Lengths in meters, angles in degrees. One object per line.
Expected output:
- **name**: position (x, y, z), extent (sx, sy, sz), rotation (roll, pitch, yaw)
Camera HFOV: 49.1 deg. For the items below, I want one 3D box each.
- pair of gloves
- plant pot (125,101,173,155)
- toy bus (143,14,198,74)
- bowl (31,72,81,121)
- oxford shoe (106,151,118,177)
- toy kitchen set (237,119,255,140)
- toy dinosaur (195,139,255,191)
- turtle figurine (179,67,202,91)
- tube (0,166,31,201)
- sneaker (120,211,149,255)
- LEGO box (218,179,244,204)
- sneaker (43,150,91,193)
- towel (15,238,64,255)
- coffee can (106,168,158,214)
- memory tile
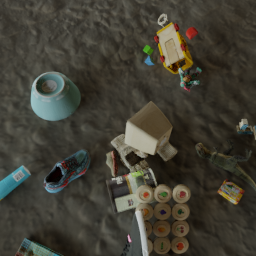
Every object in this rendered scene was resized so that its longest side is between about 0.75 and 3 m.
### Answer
- **pair of gloves**: position (0.649, 0.721, 11.166), extent (2.186, 0.383, 1.859), rotation (-25, 64, -13)
- **plant pot**: position (0.818, 0.126, 10.230), extent (1.222, 1.380, 1.378), rotation (37, 59, 21)
- **toy bus**: position (2.128, -3.721, 12.916), extent (2.283, 1.250, 2.419), rotation (30, 95, 39)
- **bowl**: position (-3.167, -1.523, 11.892), extent (2.175, 1.138, 2.175), rotation (1, 63, -1)
- **oxford shoe**: position (-0.629, 1.423, 10.899), extent (0.380, 0.365, 1.030), rotation (-16, 59, 15)
- **toy kitchen set**: position (4.995, 0.060, 11.283), extent (0.982, 0.787, 0.578), rotation (0, 62, 0)
- **toy dinosaur**: position (4.002, 1.192, 10.814), extent (2.799, 0.664, 1.233), rotation (33, 82, 15)
- **turtle figurine**: position (2.673, -2.256, 12.488), extent (1.106, 0.743, 1.477), rotation (36, 53, 2)
- **tube**: position (-4.547, 2.173, 10.445), extent (1.871, 0.472, 0.725), rotation (-39, 60, -12)
- **sneaker**: position (-0.110, 4.100, 8.758), extent (1.449, 1.033, 2.922), rotation (0, 87, 0)
- **LEGO box**: position (3.821, 2.359, 10.402), extent (0.762, 0.294, 0.568), rotation (34, 68, 16)
- **sneaker**: position (-2.219, 1.547, 10.415), extent (0.828, 0.997, 2.087), rotation (39, 70, 18)
- **towel**: position (-2.989, 4.650, 9.309), extent (1.830, 0.199, 1.342), rotation (21, 64, 11)
- **coffee can**: position (0.157, 2.224, 9.956), extent (1.657, 1.213, 1.213), rotation (-14, 64, -8)
- **memory tile**: position (1.145, 3.077, 9.378), extent (1.863, 0.204, 2.430), rotation (1, 97, 0)
